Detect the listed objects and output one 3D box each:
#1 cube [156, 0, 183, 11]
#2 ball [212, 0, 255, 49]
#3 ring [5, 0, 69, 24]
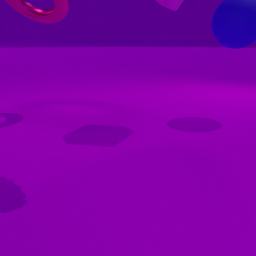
[{"bbox_3d":[0.902,-3.565,6.524,1.071,1.071,1.071,43,28,10],"label":"cube"},{"bbox_3d":[2.901,-2.785,7.367,1.348,1.348,1.348,0,17,0],"label":"ball"},{"bbox_3d":[-2.561,-3.618,7.545,2.014,0.403,2.014,14,-20,5],"label":"ring"}]
